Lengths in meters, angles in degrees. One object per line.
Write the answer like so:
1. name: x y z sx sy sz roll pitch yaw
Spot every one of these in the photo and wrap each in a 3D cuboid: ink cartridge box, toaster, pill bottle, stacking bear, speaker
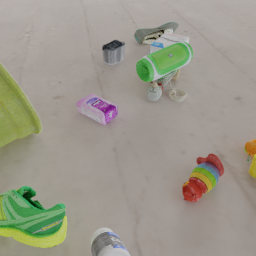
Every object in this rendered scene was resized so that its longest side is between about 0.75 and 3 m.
1. ink cartridge box: 1.896 -3.583 12.320 1.193 0.687 2.059 19 43 22
2. toaster: -0.619 -3.142 11.714 0.669 0.761 1.178 24 44 28
3. pill bottle: -0.339 2.205 4.984 0.577 0.577 1.014 -14 8 -16
4. stacking bear: 1.675 1.225 6.481 1.144 0.695 0.651 -41 94 -30
5. speaker: 1.275 -2.286 9.603 2.020 0.893 0.893 -29 47 -25

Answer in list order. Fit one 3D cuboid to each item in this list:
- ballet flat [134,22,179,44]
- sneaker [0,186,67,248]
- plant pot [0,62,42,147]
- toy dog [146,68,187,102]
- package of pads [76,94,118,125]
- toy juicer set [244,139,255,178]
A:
1. ballet flat: 1.475 -4.484 13.531 2.441 0.822 0.777 -17 69 -18
2. sneaker: -2.273 1.602 5.516 2.384 0.883 0.996 10 78 9
3. plant pot: -4.057 -0.240 6.956 2.791 2.791 2.566 31 60 32
4. toy dog: 1.264 -1.991 10.010 1.537 1.122 2.330 -1 39 -1
5. package of pads: -0.979 -0.619 8.854 1.210 0.458 0.729 27 49 30
6. toy juicer set: 4.256 0.762 7.090 2.598 0.707 1.653 -1 22 6
